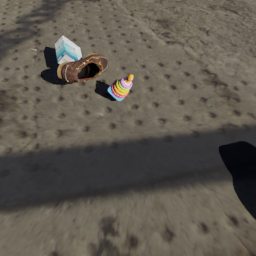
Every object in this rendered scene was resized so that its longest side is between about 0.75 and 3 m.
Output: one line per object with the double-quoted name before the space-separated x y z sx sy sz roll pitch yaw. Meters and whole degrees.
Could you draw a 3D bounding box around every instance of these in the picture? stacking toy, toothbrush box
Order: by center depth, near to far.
"stacking toy" -0.096 -1.283 8.200 0.561 1.023 0.594 41 57 -9
"toothbrush box" -2.041 -2.544 9.748 0.476 0.817 1.115 -39 47 23

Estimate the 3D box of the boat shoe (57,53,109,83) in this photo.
"boat shoe" -1.217 -1.887 9.005 0.785 0.786 2.232 13 30 28
